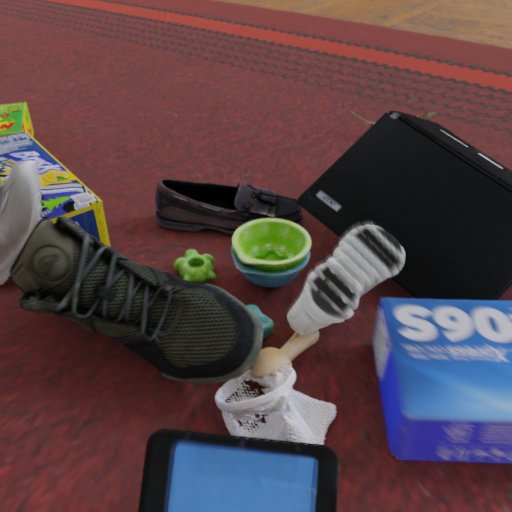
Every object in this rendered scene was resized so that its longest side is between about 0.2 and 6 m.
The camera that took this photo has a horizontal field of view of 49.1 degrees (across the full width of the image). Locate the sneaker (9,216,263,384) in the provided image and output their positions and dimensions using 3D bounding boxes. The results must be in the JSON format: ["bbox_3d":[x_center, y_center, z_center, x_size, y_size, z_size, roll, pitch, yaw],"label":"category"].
[{"bbox_3d":[-1.590,0.535,6.591,3.305,1.893,1.263,22,85,28],"label":"sneaker"}]

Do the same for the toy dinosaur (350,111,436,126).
[{"bbox_3d":[3.181,-2.896,12.520,1.943,0.587,1.032,-5,26,-15],"label":"toy dinosaur"}]

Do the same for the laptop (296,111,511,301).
[{"bbox_3d":[3.143,-0.791,9.288,3.235,1.885,3.651,42,27,22],"label":"laptop"}]

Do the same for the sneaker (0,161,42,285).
[{"bbox_3d":[-3.581,-0.394,7.590,0.929,2.265,0.846,13,40,-38],"label":"sneaker"}]

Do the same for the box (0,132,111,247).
[{"bbox_3d":[-3.618,-0.948,9.329,1.029,1.121,3.200,-25,43,-29],"label":"box"}]

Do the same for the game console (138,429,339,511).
[{"bbox_3d":[-0.233,2.467,4.753,1.836,1.069,1.615,4,20,6],"label":"game console"}]

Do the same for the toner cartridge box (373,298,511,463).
[{"bbox_3d":[3.391,1.398,6.444,3.800,0.820,1.805,1,40,1],"label":"toner cartridge box"}]

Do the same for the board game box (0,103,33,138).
[{"bbox_3d":[-6.359,-2.356,11.509,3.214,0.765,1.633,-10,38,-13],"label":"board game box"}]

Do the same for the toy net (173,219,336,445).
[{"bbox_3d":[-0.139,0.907,7.123,2.071,0.762,3.947,-1,37,-6],"label":"toy net"}]

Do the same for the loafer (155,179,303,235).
[{"bbox_3d":[-0.465,-0.879,9.506,2.556,0.805,0.919,1,37,1],"label":"loafer"}]

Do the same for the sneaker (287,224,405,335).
[{"bbox_3d":[1.191,0.293,7.457,0.837,0.903,2.228,48,48,11],"label":"sneaker"}]
